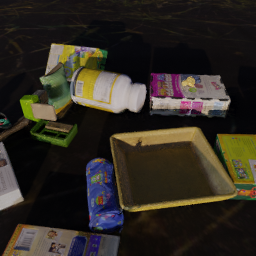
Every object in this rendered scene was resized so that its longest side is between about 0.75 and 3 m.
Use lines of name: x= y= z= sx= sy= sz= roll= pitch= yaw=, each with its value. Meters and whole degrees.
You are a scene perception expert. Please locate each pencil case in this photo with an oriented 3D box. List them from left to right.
pencil case: x=-0.631 y=1.709 z=7.331 sx=0.896 sy=0.805 sz=2.064 roll=-29 pitch=38 yaw=11

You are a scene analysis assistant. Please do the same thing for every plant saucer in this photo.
plant saucer: x=1.086 y=1.186 z=8.044 sx=2.962 sy=0.718 sz=2.961 roll=-5 pitch=35 yaw=-6

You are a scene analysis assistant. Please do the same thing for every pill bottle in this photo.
pill bottle: x=-0.740 y=-1.408 z=10.776 sx=2.674 sy=1.498 sz=1.498 roll=14 pitch=40 yaw=17

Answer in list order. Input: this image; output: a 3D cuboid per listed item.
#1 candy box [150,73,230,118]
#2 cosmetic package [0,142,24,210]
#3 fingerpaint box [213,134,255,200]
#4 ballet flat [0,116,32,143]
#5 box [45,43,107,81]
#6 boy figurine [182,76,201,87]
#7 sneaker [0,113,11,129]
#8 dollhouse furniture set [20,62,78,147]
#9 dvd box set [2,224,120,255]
candy box: x=2.332 y=-1.335 z=11.169 sx=2.904 sy=0.886 sz=1.980 roll=2 pitch=38 yaw=3
cosmetic package: x=-4.093 y=1.467 z=7.880 sx=1.663 sy=0.570 sz=2.206 roll=-22 pitch=43 yaw=-22
fingerpaint box: x=3.578 y=1.095 z=8.189 sx=1.686 sy=0.741 sz=2.021 roll=1 pitch=39 yaw=2
ballet flat: x=-3.997 y=0.242 z=9.514 sx=0.682 sy=0.469 sz=2.025 roll=-29 pitch=17 yaw=41
box: x=-2.272 y=-2.880 z=12.667 sx=2.664 sy=1.563 sz=0.644 roll=10 pitch=-5 yaw=14
boy figurine: x=2.433 y=-1.768 z=10.767 sx=0.754 sy=0.243 sz=0.469 roll=-16 pitch=75 yaw=-9
sneaker: x=-4.755 y=-0.278 z=10.077 sx=0.962 sy=0.581 sz=0.402 roll=-1 pitch=38 yaw=-1
dollhouse furniture set: x=-2.307 y=-0.954 z=9.957 sx=1.370 sy=1.789 sz=2.731 roll=9 pitch=40 yaw=13
dvd box set: x=-1.523 y=3.065 z=5.986 sx=2.495 sy=0.367 sz=1.825 roll=4 pitch=38 yaw=5
